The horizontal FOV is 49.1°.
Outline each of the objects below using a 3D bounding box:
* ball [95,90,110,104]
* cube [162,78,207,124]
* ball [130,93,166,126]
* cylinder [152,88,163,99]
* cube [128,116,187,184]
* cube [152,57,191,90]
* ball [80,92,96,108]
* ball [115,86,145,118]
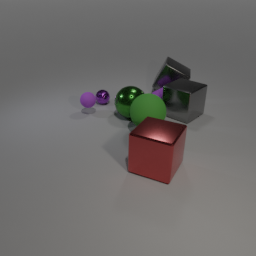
[{"bbox_3d":[-1.225,-1.504,13.525,0.700,0.700,0.700,0,29,0],"label":"ball"},{"bbox_3d":[2.452,-1.231,12.291,1.400,1.400,1.400,24,36,36],"label":"cube"},{"bbox_3d":[0.770,-0.627,10.769,1.400,1.400,1.400,0,29,0],"label":"ball"},{"bbox_3d":[1.583,-1.487,13.104,0.700,0.700,0.700,-23,12,38],"label":"cylinder"},{"bbox_3d":[0.927,0.641,8.820,1.400,1.400,1.400,14,31,23],"label":"cube"},{"bbox_3d":[2.221,-2.536,14.225,1.400,1.400,1.400,29,30,-4],"label":"cube"},{"bbox_3d":[-1.762,-1.235,12.347,0.700,0.700,0.700,0,29,0],"label":"ball"},{"bbox_3d":[0.120,-1.116,12.095,1.400,1.400,1.400,0,29,0],"label":"ball"}]
